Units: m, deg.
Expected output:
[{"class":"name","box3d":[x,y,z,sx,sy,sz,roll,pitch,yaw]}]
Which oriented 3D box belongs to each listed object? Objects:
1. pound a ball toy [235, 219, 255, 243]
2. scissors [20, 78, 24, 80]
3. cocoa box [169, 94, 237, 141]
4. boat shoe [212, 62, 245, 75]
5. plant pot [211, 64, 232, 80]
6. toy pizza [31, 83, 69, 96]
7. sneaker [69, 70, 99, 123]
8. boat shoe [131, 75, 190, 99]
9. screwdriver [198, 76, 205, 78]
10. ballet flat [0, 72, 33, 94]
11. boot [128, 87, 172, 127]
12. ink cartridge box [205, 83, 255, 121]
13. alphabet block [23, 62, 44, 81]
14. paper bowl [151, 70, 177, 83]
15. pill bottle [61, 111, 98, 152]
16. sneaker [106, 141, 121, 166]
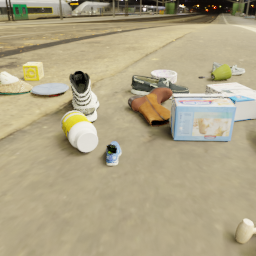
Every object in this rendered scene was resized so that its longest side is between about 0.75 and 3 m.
[{"class":"pound a ball toy","box3d":[2.716,1.674,4.316,1.694,0.720,1.105,-5,26,-12]},{"class":"scissors","box3d":[-5.818,-2.175,13.306,1.860,0.130,0.680,-8,24,-19]},{"class":"cocoa box","box3d":[2.104,-0.323,8.128,1.646,1.097,1.080,1,25,2]},{"class":"boat shoe","box3d":[5.328,-3.155,14.860,1.679,0.538,0.619,12,27,23]},{"class":"plant pot","box3d":[4.486,-2.625,13.658,0.809,0.757,0.757,-22,30,-10]},{"class":"toy pizza","box3d":[-3.291,-1.604,11.895,1.539,0.244,1.539,-1,24,1]},{"class":"sneaker","box3d":[-1.509,-1.347,9.809,1.004,1.530,2.659,-4,25,-9]},{"class":"boat shoe","box3d":[1.305,-1.719,11.527,2.498,0.754,0.944,6,26,13]},{"class":"screwdriver","box3d":[3.933,-2.568,14.132,0.791,0.110,0.115,-4,-6,-13]},{"class":"ballet flat","box3d":[-5.467,-1.889,11.714,2.771,0.904,0.977,-3,28,-7]},{"class":"boot","box3d":[1.153,-0.794,9.681,1.827,0.665,1.941,-11,28,-22]},{"class":"ink cartridge box","box3d":[3.760,-0.967,9.896,1.348,0.790,1.841,-7,27,-15]},{"class":"alphabet block","box3d":[-4.664,-2.802,13.842,0.766,0.770,0.784,-1,25,1]},{"class":"paper bowl","box3d":[1.623,-2.220,12.764,1.184,0.616,1.184,0,25,0]},{"class":"pill bottle","box3d":[-1.303,0.099,7.621,0.768,0.768,1.380,-11,27,-23]},{"class":"sneaker","box3d":[-0.356,0.553,7.072,0.369,0.418,0.938,0,24,0]}]
